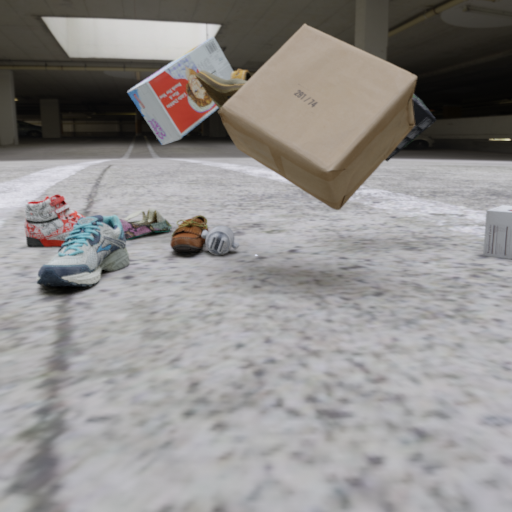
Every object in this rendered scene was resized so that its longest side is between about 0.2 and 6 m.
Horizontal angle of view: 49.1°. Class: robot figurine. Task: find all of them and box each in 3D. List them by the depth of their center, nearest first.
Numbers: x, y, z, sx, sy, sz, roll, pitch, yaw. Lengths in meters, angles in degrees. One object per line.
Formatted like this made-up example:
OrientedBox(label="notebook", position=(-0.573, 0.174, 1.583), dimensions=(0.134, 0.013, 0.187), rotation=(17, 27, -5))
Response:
OrientedBox(label="robot figurine", position=(-0.740, -0.328, 11.541), dimensions=(0.812, 0.541, 0.957), rotation=(24, 13, -1))

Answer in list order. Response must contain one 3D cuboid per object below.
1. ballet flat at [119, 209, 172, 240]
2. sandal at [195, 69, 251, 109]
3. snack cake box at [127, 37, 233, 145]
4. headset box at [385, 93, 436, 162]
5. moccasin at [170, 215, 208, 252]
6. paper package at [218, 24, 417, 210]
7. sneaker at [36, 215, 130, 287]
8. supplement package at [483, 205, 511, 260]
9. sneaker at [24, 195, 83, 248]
OrientedBox(label="ballet flat", position=(-2.650, -0.795, 13.443), dimensions=(0.602, 0.620, 1.742), rotation=(10, 16, 33))
OrientedBox(label="sandal", position=(-0.238, -3.365, 11.603), dimensions=(0.870, 1.294, 3.222), rotation=(-44, 33, -9))
OrientedBox(label="snack cake box", position=(-1.624, -3.953, 13.389), dimensions=(0.851, 1.456, 2.531), rotation=(-5, 34, 47))
OrientedBox(label="headset box", position=(2.784, -2.916, 11.884), dimensions=(1.586, 1.381, 0.736), rotation=(14, 43, -48))
OrientedBox(label="moccasin", position=(-1.365, -0.518, 11.915), dimensions=(0.708, 0.748, 1.937), rotation=(3, 13, 12))
OrientedBox(label="paper package", position=(1.048, -2.317, 9.201), dimensions=(2.363, 2.252, 1.222), rotation=(37, -11, 27))
OrientedBox(label="sneaker", position=(-2.981, -0.147, 9.566), dimensions=(0.952, 1.058, 2.452), rotation=(2, 13, 9))
OrientedBox(label="supplement package", position=(5.520, -0.420, 10.996), dimensions=(1.747, 0.957, 0.994), rotation=(10, 16, 39))
OrientedBox(label="sneaker", position=(-4.020, -0.774, 12.258), dimensions=(2.042, 1.095, 0.682), rotation=(-1, 13, -6))
